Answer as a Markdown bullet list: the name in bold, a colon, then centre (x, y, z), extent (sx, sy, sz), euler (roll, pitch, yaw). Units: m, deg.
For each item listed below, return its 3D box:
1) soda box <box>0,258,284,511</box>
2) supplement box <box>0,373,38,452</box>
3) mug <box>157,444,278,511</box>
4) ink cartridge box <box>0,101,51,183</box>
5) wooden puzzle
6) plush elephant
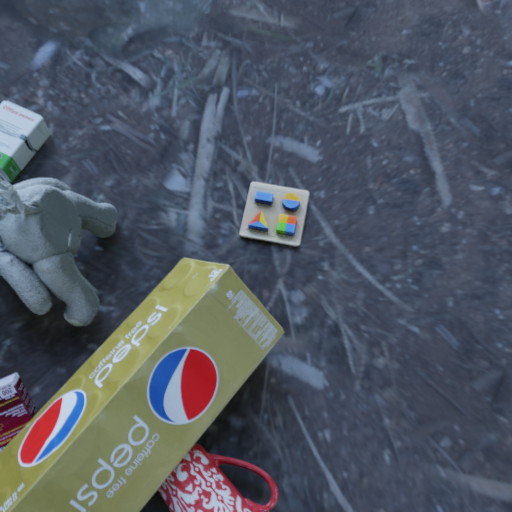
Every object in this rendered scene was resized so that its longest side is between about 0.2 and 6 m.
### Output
- **soda box**: centre (-1.774, 2.170, 7.882), extent (4.625, 1.566, 1.480), euler (-48, 117, -19)
- **supplement box**: centre (-3.616, 2.529, 8.275), extent (0.749, 0.419, 1.376), euler (-24, 102, -10)
- **mug**: centre (-0.559, 3.498, 7.998), extent (1.379, 1.037, 1.554), euler (-25, 61, -38)
- **ink cartridge box**: centre (-4.735, -2.195, 10.693), extent (0.959, 0.543, 1.308), euler (26, 68, 11)
- **wooden puzzle**: centre (0.342, -0.810, 10.219), extent (1.114, 0.278, 1.203), euler (10, 66, 5)
- **plush elephant**: centre (-3.964, -0.199, 8.934), extent (2.212, 2.857, 2.353), euler (-10, 62, 21)
